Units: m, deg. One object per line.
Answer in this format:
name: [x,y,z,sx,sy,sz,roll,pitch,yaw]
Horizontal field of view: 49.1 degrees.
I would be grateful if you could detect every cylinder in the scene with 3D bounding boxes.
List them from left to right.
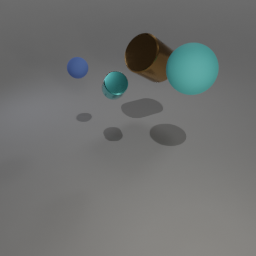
cylinder: [-0.397,-1.249,8.314,0.700,0.700,0.700,-7,-4,-12]
cylinder: [0.826,-2.472,10.044,1.400,1.400,1.400,26,9,36]

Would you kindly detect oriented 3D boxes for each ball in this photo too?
ball: [-1.671,-1.998,9.301,0.700,0.700,0.700,0,32,0]
ball: [1.750,-1.610,7.680,1.400,1.400,1.400,0,32,0]
